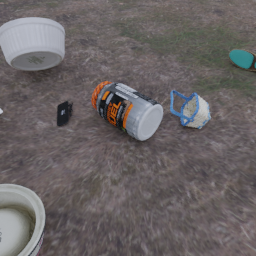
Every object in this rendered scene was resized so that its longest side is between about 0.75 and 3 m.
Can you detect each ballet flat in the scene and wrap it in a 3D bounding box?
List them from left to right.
[{"bbox_3d":[5.914,-3.030,13.073,2.438,0.860,0.796,34,26,28],"label":"ballet flat"}]

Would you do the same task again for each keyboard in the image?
[{"bbox_3d":[-2.367,-0.549,10.675,0.661,0.252,1.270,-23,43,9],"label":"keyboard"}]

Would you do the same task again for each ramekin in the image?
[{"bbox_3d":[-4.038,-3.472,12.102,2.818,2.818,1.312,-11,84,-12],"label":"ramekin"}]

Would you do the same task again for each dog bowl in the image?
[{"bbox_3d":[-3.128,2.572,6.651,2.457,0.906,2.457,0,42,0],"label":"dog bowl"}]

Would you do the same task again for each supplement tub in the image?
[{"bbox_3d":[-0.083,-0.688,9.846,2.363,1.448,1.448,31,50,31],"label":"supplement tub"}]

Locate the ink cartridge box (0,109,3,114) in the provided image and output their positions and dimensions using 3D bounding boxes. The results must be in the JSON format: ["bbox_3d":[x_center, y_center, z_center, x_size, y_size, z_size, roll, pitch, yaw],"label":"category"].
[{"bbox_3d":[-5.665,-0.024,9.514,2.659,0.897,1.549,-30,50,-27],"label":"ink cartridge box"}]

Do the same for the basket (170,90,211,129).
[{"bbox_3d":[2.159,-0.676,10.026,1.470,1.022,1.296,29,41,-14],"label":"basket"}]
